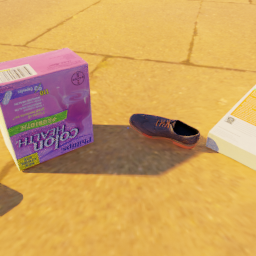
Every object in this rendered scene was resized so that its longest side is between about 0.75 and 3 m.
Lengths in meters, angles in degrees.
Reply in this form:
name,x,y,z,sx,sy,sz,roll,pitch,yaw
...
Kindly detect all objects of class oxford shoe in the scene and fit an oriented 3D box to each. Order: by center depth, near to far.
name,x,y,z,sx,sy,sz,roll,pitch,yaw
oxford shoe,0.882,-0.067,6.759,1.763,0.639,0.627,16,63,6

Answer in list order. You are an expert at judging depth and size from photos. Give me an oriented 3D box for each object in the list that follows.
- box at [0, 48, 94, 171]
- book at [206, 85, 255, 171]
name,x,y,z,sx,sy,sz,roll,pitch,yaw
box,-1.880,-0.433,6.263,1.890,2.149,1.039,-21,44,-28
book,3.523,-0.021,7.041,1.889,0.680,2.828,30,47,31
